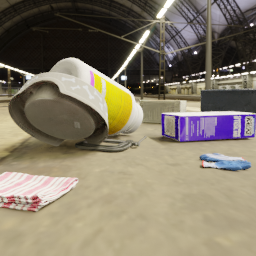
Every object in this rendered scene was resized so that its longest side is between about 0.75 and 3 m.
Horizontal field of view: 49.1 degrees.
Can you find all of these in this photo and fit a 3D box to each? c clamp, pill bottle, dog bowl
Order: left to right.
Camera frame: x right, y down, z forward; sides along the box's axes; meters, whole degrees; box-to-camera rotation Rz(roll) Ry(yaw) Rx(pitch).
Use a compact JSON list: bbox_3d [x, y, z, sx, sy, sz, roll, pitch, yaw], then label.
[{"bbox_3d":[-1.394,-0.329,5.996,2.092,0.613,2.092,7,-33,4],"label":"dog bowl"},{"bbox_3d":[-0.780,-0.648,7.648,1.503,1.503,2.884,5,-11,37],"label":"pill bottle"},{"bbox_3d":[-0.439,0.375,6.628,1.485,0.201,1.268,3,13,19],"label":"c clamp"}]

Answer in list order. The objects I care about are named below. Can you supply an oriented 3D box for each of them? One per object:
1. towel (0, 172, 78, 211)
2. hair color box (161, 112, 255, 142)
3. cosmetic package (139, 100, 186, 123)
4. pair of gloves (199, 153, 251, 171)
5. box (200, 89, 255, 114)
[{"bbox_3d":[-1.353,0.725,3.479,1.223,0.183,0.895,2,6,17],"label":"towel"},{"bbox_3d":[2.259,-0.080,8.009,2.328,0.754,1.272,-4,7,-14],"label":"hair color box"},{"bbox_3d":[1.506,-0.717,12.278,1.986,1.045,0.706,6,9,31],"label":"cosmetic package"},{"bbox_3d":[1.709,0.582,5.009,0.818,0.116,1.018,2,8,12],"label":"pair of gloves"},{"bbox_3d":[4.393,-0.853,11.459,2.502,1.494,2.545,2,8,23],"label":"box"}]
